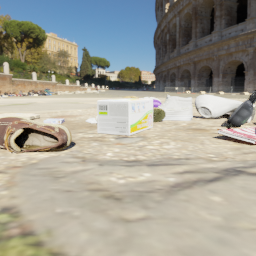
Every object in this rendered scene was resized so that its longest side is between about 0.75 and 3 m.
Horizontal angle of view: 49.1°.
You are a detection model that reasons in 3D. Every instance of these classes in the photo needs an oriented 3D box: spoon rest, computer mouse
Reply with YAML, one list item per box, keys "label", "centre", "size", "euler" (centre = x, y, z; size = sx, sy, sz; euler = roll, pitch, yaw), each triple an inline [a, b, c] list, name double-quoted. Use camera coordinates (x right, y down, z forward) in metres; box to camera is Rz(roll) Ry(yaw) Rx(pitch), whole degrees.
- label: "spoon rest"
  centre: [4.545, -0.934, 13.527]
  size: [2.941, 1.461, 0.892]
  euler: [16, 53, 44]
- label: "computer mouse"
  centre: [4.689, -0.633, 11.261]
  size: [0.603, 1.584, 2.287]
  euler: [42, 37, 15]

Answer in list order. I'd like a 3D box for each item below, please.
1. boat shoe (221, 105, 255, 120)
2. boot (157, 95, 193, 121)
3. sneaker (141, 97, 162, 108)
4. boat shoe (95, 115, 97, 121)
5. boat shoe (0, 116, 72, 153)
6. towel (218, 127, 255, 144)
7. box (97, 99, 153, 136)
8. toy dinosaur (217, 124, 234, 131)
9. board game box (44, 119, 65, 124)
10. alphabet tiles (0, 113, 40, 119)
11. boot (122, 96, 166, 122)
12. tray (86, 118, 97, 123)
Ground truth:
- label: "boat shoe"
  centre: [5.408, -0.800, 14.694]
  size: [0.893, 0.761, 2.671]
  euler: [-1, 2, -30]
- label: "boot"
  centre: [1.868, -1.009, 13.728]
  size: [2.574, 1.230, 0.947]
  euler: [1, 8, 5]
- label: "sneaker"
  centre: [0.693, -0.883, 14.798]
  size: [2.730, 1.101, 1.139]
  euler: [-13, 28, -25]
- label: "boat shoe"
  centre: [-0.420, -0.518, 11.926]
  size: [2.056, 0.758, 0.711]
  euler: [-5, 15, -25]
- label: "boat shoe"
  centre: [-2.584, 0.192, 6.723]
  size: [2.328, 0.840, 0.838]
  euler: [7, 7, 7]
- label: "towel"
  centre: [3.727, 0.174, 8.277]
  size: [1.775, 0.202, 1.278]
  euler: [-3, 13, -34]
- label: "box"
  centre: [-0.019, -0.472, 10.179]
  size: [1.257, 1.132, 2.234]
  euler: [4, 9, 25]
- label: "toy dinosaur"
  centre: [3.253, 0.137, 9.039]
  size: [0.756, 0.386, 0.513]
  euler: [-11, -23, 30]
- label: "board game box"
  centre: [-3.297, -0.303, 12.553]
  size: [0.766, 0.158, 0.764]
  euler: [0, 8, -1]
- label: "alphabet tiles"
  centre: [-6.042, -0.558, 14.128]
  size: [2.863, 0.209, 2.800]
  euler: [0, 7, 6]
- label: "boot"
  centre: [0.669, -0.992, 13.359]
  size: [1.770, 0.668, 2.021]
  euler: [-3, 28, -12]
- label: "tray"
  centre: [-1.093, -0.385, 13.096]
  size: [1.630, 0.181, 0.875]
  euler: [-4, 10, -26]
